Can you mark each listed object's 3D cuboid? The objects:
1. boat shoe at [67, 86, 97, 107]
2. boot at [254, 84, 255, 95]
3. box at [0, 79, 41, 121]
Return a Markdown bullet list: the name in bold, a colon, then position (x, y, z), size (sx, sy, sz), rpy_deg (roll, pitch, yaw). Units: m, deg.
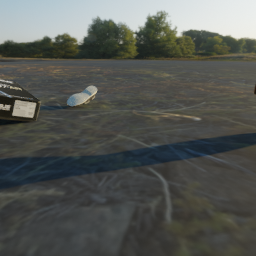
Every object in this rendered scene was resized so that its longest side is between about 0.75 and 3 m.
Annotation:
- **boat shoe**: position (-1.696, -1.091, 10.385), size (0.510, 0.416, 1.379), rpy_deg (35, 51, 13)
- **boot**: position (4.109, -0.848, 6.887), size (1.862, 0.887, 2.407), rpy_deg (-1, -25, 19)
- **box**: position (-4.337, -1.007, 7.997), size (2.924, 0.637, 2.343), rpy_deg (7, 17, -41)
